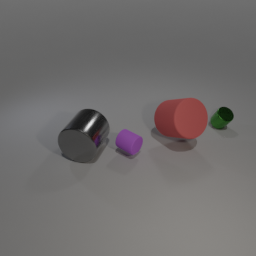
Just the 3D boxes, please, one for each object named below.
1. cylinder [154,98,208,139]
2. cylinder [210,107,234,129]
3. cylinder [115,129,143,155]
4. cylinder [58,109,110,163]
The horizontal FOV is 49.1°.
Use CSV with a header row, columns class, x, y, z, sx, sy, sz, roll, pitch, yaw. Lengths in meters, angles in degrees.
class,x,y,z,sx,sy,sz,roll,pitch,yaw
cylinder,1.871,-0.345,10.051,1.400,1.400,1.400,-14,8,-23
cylinder,3.848,-0.407,11.486,0.700,0.700,0.700,5,63,-9
cylinder,0.042,0.481,9.729,0.700,0.700,0.700,26,38,30
cylinder,-1.514,0.247,9.799,1.400,1.400,1.400,8,34,14
